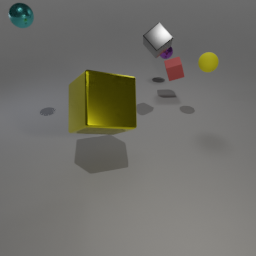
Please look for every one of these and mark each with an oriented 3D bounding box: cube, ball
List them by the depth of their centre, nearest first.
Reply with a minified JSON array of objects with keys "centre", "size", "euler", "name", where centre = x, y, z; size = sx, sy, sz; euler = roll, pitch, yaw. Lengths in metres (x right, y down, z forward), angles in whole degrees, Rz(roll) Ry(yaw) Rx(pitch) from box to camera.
[{"centre":[-0.713,-0.599,7.480],"size":[1.400,1.400,1.400],"euler":[3,-9,-29],"name":"cube"},{"centre":[-3.128,-3.297,8.220],"size":[0.700,0.700,0.700],"euler":[0,32,0],"name":"ball"},{"centre":[0.981,-2.887,9.288],"size":[0.700,0.700,0.700],"euler":[-40,84,-1],"name":"cube"},{"centre":[2.870,-2.345,10.013],"size":[0.700,0.700,0.700],"euler":[0,32,0],"name":"ball"},{"centre":[2.052,-2.622,12.430],"size":[0.700,0.700,0.700],"euler":[-14,40,11],"name":"cube"},{"centre":[1.840,-3.721,13.641],"size":[0.700,0.700,0.700],"euler":[0,32,0],"name":"ball"}]
